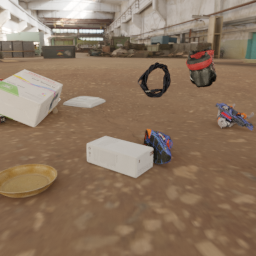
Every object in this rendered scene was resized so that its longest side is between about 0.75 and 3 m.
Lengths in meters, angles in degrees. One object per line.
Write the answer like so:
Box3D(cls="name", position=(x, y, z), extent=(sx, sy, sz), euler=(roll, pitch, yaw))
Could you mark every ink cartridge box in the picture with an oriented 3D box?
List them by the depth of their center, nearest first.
Box3D(cls="ink cartridge box", position=(-3.484, -1.257, 10.200), extent=(1.659, 0.953, 2.832), euler=(21, 25, -4))

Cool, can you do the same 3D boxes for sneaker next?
Box3D(cls="sneaker", position=(0.833, 0.399, 6.950), extent=(0.648, 0.622, 1.652), euler=(3, 19, -8))
Box3D(cls="sneaker", position=(2.318, -1.884, 8.746), extent=(0.800, 1.105, 2.263), euler=(-10, 20, 22))

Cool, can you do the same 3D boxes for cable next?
Box3D(cls="cable", position=(1.214, -2.002, 11.640), extent=(1.500, 1.224, 0.381), euler=(-47, 6, -9))

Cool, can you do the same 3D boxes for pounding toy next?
Box3D(cls="pounding toy", position=(-4.391, -1.340, 11.179), extent=(2.923, 1.356, 2.256), euler=(-6, 19, -18))

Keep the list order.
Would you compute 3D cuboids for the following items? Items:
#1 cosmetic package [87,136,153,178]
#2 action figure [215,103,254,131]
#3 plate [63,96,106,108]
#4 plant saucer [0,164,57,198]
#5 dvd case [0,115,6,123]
Box3D(cls="cosmetic package", position=(-0.195, 0.619, 6.365), extent=(1.403, 0.519, 0.713), euler=(14, 23, 34))
Box3D(cls="action figure", position=(3.568, -0.265, 9.342), extent=(1.379, 0.746, 1.425), euler=(-19, 52, -31))
Box3D(cls="plate", position=(-1.958, -1.217, 12.683), extent=(1.463, 0.236, 1.460), euler=(7, 19, 22))
Box3D(cls="plant saucer", position=(-2.000, 1.045, 5.467), extent=(1.220, 0.216, 1.220), euler=(0, 17, 0))
Box3D(cls="dvd case", position=(-5.719, -0.113, 9.066), extent=(1.947, 0.294, 2.668), euler=(8, 20, 25))
